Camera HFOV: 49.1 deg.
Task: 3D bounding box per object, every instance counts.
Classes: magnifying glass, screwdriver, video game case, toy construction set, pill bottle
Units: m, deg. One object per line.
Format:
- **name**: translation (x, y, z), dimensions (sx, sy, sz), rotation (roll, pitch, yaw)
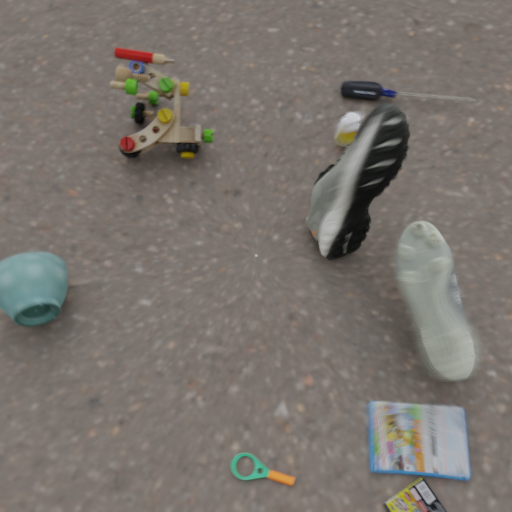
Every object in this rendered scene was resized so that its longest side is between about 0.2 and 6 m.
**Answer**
- **magnifying glass**: translation (0.102, 3.509, 9.090), dimensions (1.047, 0.117, 0.417), rotation (15, 61, 8)
- **screwdriver**: translation (3.517, -3.714, 13.101), dimensions (3.104, 0.433, 0.452), rotation (12, 92, 6)
- **video game case**: translation (2.567, 4.074, 8.762), dimensions (0.790, 0.111, 0.874), rotation (-27, 64, -15)
- **toy construction set**: translation (-1.831, -3.172, 11.710), dimensions (1.967, 2.560, 2.135), rotation (7, 68, -2)
- **pill bottle**: translation (1.989, -2.742, 12.131), dimensions (0.397, 0.709, 0.397), rotation (5, 57, -8)
- **video game case**: translation (2.693, 3.057, 9.334), dimensions (1.593, 0.142, 1.140), rotation (4, 61, 2)

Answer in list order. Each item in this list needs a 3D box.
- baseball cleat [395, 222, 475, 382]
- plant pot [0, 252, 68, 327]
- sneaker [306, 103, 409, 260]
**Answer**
- **baseball cleat**: translation (3.118, 0.826, 9.814), dimensions (0.964, 1.472, 2.765), rotation (-13, 69, 20)
- **plant pot**: translation (-3.989, 0.692, 10.000), dimensions (1.351, 1.351, 0.905), rotation (-19, 62, -11)
- **sneaker**: translation (1.655, -1.378, 10.203), dimensions (1.191, 3.223, 1.278), rotation (-14, 53, -33)
